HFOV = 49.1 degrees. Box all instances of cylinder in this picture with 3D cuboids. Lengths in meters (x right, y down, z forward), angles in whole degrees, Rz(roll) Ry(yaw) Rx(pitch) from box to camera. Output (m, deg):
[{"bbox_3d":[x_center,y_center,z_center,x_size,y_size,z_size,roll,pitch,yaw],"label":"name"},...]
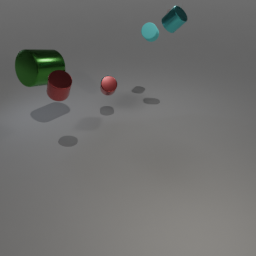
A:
[{"bbox_3d":[-3.456,-2.385,11.080,1.400,1.400,1.400,20,23,29],"label":"cylinder"},{"bbox_3d":[-2.094,-1.279,8.518,0.700,0.700,0.700,9,62,-16],"label":"cylinder"},{"bbox_3d":[1.732,-4.044,10.445,0.700,0.700,0.700,-33,3,45],"label":"cylinder"},{"bbox_3d":[-0.845,-1.821,12.157,0.700,0.700,0.700,-5,-5,-9],"label":"cylinder"},{"bbox_3d":[1.000,-4.284,12.559,0.700,0.700,0.700,8,8,13],"label":"cylinder"}]
